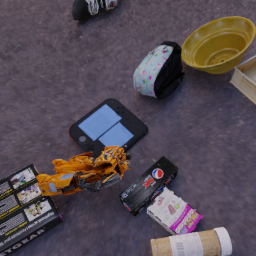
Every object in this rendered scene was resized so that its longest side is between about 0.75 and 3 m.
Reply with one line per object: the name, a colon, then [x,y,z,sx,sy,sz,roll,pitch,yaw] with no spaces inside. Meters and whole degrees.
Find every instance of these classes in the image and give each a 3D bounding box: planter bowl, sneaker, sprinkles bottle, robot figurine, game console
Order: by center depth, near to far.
sprinkles bottle: [1.484,2.838,6.699,1.837,0.627,0.627,-9,58,0]
robot figurine: [-1.072,1.095,7.300,2.420,0.705,1.755,-15,17,19]
game console: [-0.653,0.076,9.017,2.071,0.322,1.832,-40,66,-22]
planter bowl: [3.308,-2.742,10.123,2.582,1.075,2.582,-20,44,21]
sneaker: [-1.202,-5.545,12.121,1.299,1.087,2.935,28,62,19]

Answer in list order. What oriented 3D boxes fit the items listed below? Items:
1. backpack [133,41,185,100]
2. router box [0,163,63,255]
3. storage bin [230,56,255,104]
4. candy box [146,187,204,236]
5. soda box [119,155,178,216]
backpack: [1.075,-1.890,9.699,1.208,1.592,1.908,19,60,35]
router box: [-3.231,2.309,7.411,2.418,0.617,1.803,-29,62,-17]
storage bin: [4.803,-1.744,9.915,1.597,0.749,1.586,-29,61,-18]
candy box: [1.244,2.325,7.542,1.262,0.385,0.860,37,65,20]
soda box: [0.607,1.603,7.877,1.771,0.561,0.627,-38,61,-21]
